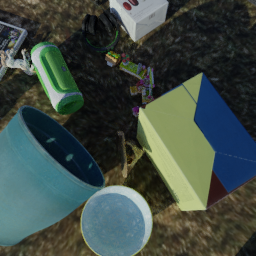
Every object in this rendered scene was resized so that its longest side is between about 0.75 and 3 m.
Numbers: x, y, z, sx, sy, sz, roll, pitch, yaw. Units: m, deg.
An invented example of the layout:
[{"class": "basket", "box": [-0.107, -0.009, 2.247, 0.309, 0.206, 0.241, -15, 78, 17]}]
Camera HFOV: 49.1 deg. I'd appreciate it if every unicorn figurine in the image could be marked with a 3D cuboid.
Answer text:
[{"class": "unicorn figurine", "box": [-3.602, -2.224, 9.441, 1.294, 0.478, 0.889, -1, 83, -3]}]

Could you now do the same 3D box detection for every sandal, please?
[{"class": "sandal", "box": [0.084, 0.633, 7.873, 0.642, 1.950, 0.715, 0, 117, -10]}]

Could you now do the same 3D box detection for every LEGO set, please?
[{"class": "LEGO set", "box": [0.229, -1.719, 9.015, 1.193, 0.966, 2.594, -24, 74, -7]}]

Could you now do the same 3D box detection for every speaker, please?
[{"class": "speaker", "box": [-2.280, -1.601, 8.968, 1.022, 1.022, 2.311, -26, 75, -8]}]

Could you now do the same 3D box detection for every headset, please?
[{"class": "headset", "box": [-0.978, -3.662, 9.860, 1.290, 0.981, 2.088, -11, 88, 3]}]

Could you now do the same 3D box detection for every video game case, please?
[{"class": "video game case", "box": [-4.900, -2.780, 9.727, 2.019, 0.259, 2.221, 20, 73, 6]}]

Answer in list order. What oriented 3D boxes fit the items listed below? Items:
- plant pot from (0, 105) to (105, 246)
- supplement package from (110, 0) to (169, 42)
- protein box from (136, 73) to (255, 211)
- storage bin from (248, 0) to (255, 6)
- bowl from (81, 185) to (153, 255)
[{"class": "plant pot", "box": [-2.541, 1.393, 7.251, 2.716, 2.890, 2.890, -45, 77, 4]}, {"class": "supplement package", "box": [0.347, -4.142, 9.702, 1.409, 1.084, 1.473, -37, 78, -10]}, {"class": "protein box", "box": [1.676, 0.552, 7.407, 1.805, 2.675, 2.655, -29, 75, -9]}, {"class": "storage bin", "box": [5.320, -5.056, 10.048, 2.123, 0.995, 1.435, 41, 77, 12]}, {"class": "bowl", "box": [-0.292, 2.552, 7.671, 1.859, 1.000, 1.859, 0, 72, 0]}]
